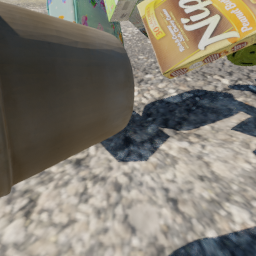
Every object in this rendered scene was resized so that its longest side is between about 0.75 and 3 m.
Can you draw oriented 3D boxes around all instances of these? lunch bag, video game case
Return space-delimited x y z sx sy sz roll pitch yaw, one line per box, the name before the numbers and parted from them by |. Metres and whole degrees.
lunch bag | -1.143 -3.351 8.274 1.150 2.985 2.394 -7 -2 35
video game case | 1.056 -2.954 7.969 2.360 0.466 2.603 35 -1 -22

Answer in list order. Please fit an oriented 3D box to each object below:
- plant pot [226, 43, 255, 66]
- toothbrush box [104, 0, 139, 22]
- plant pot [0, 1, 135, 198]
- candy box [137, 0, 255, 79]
plant pot | 3.044 -2.614 6.977 1.926 1.926 1.829 3 73 5
toothbrush box | -0.247 -3.360 6.713 0.541 1.256 0.915 -12 -8 -19
plant pot | -1.021 -0.398 3.191 1.855 2.138 2.138 -10 33 -29
candy box | 1.829 -2.364 5.759 2.897 1.672 0.801 -21 -6 20
